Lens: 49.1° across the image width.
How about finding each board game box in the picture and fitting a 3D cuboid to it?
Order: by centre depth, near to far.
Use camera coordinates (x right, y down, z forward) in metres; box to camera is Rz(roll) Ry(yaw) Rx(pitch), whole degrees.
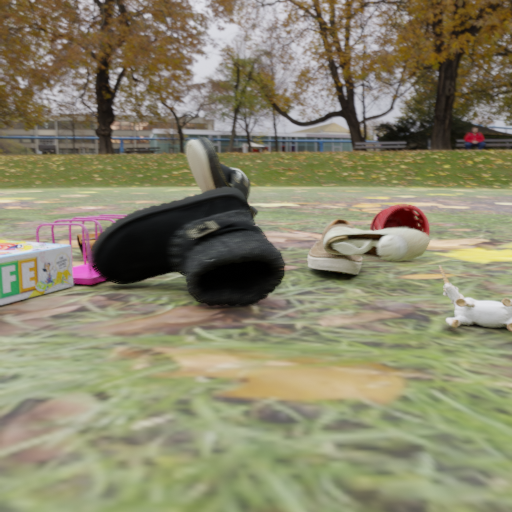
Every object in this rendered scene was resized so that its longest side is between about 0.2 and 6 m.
[{"bbox_3d":[-5.096,0.212,8.123,3.923,0.671,2.637,4,10,23],"label":"board game box"}]

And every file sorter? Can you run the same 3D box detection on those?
[{"bbox_3d":[-2.745,-0.159,9.409,1.091,0.984,1.570,1,9,22],"label":"file sorter"}]

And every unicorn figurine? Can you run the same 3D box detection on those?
[{"bbox_3d":[2.609,0.612,6.466,1.497,0.553,1.028,23,10,31],"label":"unicorn figurine"}]

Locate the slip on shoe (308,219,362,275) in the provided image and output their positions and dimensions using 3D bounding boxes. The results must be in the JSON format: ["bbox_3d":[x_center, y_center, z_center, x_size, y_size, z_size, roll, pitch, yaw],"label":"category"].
[{"bbox_3d":[1.504,-0.198,10.174,0.959,0.764,2.522,8,9,13],"label":"slip on shoe"}]

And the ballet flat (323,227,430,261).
[{"bbox_3d":[1.841,-0.131,8.748,1.649,0.556,0.514,3,25,26],"label":"ballet flat"}]

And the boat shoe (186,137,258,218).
[{"bbox_3d":[-0.697,-1.554,12.126,1.062,1.128,3.141,-32,-31,-5],"label":"boat shoe"}]

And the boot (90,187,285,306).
[{"bbox_3d":[-1.072,0.080,7.909,2.682,1.009,2.005,-24,39,1],"label":"boot"}]

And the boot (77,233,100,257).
[{"bbox_3d":[-1.946,-0.460,11.353,3.019,1.034,2.842,-6,11,-28],"label":"boot"}]

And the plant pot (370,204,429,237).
[{"bbox_3d":[2.809,-0.504,11.137,1.006,1.006,0.916,-1,1,-4],"label":"plant pot"}]
